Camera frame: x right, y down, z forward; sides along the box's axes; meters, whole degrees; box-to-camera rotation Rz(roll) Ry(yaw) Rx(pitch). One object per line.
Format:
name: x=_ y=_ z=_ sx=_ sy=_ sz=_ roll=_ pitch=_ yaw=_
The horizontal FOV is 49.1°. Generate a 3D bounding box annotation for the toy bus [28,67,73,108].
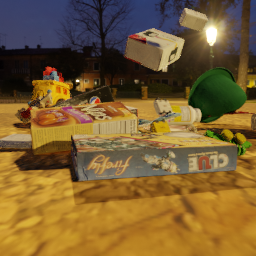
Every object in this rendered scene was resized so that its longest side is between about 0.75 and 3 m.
toy bus: x=-3.599 y=-1.712 z=14.213 sx=1.789 sy=2.530 sz=2.636 roll=1 pitch=-3 yaw=25

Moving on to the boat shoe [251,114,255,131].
boat shoe: x=4.714 y=-0.205 z=8.908 sx=0.746 sy=0.875 sz=2.618 roll=-4 pitch=3 yaw=5

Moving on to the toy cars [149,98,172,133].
toy cars: x=0.956 y=-0.289 z=8.675 sx=0.452 sy=0.915 sz=2.041 roll=-25 pitch=31 yaw=29

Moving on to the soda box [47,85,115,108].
soda box: x=-1.803 y=-0.825 z=10.816 sx=2.524 sy=0.893 sz=0.799 roll=-24 pitch=13 yaw=-23

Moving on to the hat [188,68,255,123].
hat: x=4.371 y=-0.997 z=11.257 sx=2.987 sy=2.474 sz=2.629 roll=-24 pitch=30 yaw=-15

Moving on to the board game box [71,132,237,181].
board game box: x=0.325 y=0.427 z=5.154 sx=2.632 sy=0.455 sz=1.783 roll=-1 pitch=7 yaw=-14

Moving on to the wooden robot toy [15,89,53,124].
wooden robot toy: x=-3.914 y=-0.577 z=12.372 sx=2.822 sy=1.280 sz=1.243 roll=-22 pitch=29 yaw=36

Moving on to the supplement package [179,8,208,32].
supplement package: x=2.560 y=-4.230 z=10.972 sx=0.930 sy=0.529 sz=0.509 roll=13 pitch=45 yaw=-13

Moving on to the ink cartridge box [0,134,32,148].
ink cartridge box: x=-2.554 y=0.327 z=7.085 sx=1.050 sy=0.213 sz=1.048 roll=1 pitch=7 yaw=-2

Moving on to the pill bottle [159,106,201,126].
pill bottle: x=2.171 y=-0.508 z=11.608 sx=1.607 sy=0.838 sz=0.838 roll=-1 pitch=7 yaw=-14

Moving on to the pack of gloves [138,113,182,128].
pack of gloves: x=0.714 y=-0.290 z=9.232 sx=1.941 sy=0.383 sz=1.631 roll=-16 pitch=-2 yaw=-7

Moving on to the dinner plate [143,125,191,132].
dinner plate: x=1.312 y=0.067 z=9.482 sx=1.615 sy=0.196 sz=1.615 roll=0 pitch=6 yaw=0

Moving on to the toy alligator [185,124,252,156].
toy alligator: x=1.893 y=0.307 z=5.736 sx=1.557 sy=0.462 sz=0.423 roll=15 pitch=45 yaw=-14

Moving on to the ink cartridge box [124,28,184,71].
ink cartridge box: x=1.279 y=-3.766 z=13.196 sx=1.833 sy=1.042 sz=2.516 roll=27 pitch=37 yaw=19

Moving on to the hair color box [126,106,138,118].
hair color box: x=-0.429 y=-0.480 z=11.668 sx=1.264 sy=0.729 sz=2.280 roll=-6 pitch=7 yaw=-10

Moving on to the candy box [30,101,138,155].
candy box: x=-1.084 y=-0.077 z=6.691 sx=2.350 sy=0.663 sz=1.371 roll=-6 pitch=23 yaw=-18
